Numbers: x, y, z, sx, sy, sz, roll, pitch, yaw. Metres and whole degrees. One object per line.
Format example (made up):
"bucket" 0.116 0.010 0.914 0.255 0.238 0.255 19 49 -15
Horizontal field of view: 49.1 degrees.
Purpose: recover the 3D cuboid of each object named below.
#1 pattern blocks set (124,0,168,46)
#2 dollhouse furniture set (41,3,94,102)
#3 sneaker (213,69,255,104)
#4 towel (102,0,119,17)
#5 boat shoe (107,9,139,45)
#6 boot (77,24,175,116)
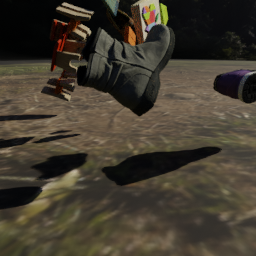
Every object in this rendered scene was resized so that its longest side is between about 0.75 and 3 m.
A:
"pattern blocks set" 0.646 -3.088 8.561 0.235 2.902 2.551 9 49 32
"dollhouse furniture set" -1.772 -2.233 7.633 1.156 2.244 2.220 16 31 -9
"sneaker" 3.203 -1.240 7.307 2.467 0.934 1.080 -8 21 -39
"towel" -0.400 -3.147 6.030 0.146 0.986 1.344 14 0 14
"boat shoe" -0.002 -4.000 11.399 2.393 0.861 0.814 41 9 9
"boot" 0.006 -1.575 5.685 1.611 2.466 0.835 30 -31 -23
